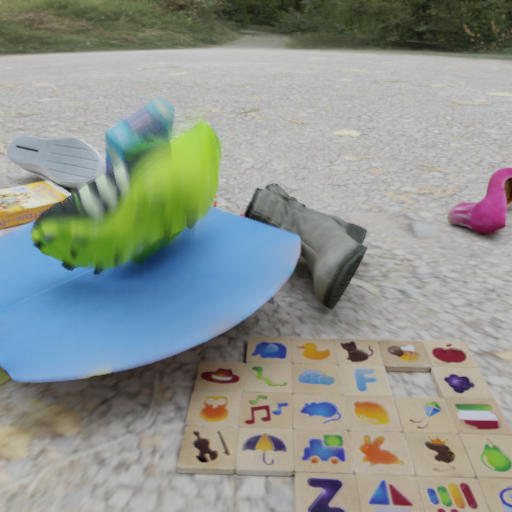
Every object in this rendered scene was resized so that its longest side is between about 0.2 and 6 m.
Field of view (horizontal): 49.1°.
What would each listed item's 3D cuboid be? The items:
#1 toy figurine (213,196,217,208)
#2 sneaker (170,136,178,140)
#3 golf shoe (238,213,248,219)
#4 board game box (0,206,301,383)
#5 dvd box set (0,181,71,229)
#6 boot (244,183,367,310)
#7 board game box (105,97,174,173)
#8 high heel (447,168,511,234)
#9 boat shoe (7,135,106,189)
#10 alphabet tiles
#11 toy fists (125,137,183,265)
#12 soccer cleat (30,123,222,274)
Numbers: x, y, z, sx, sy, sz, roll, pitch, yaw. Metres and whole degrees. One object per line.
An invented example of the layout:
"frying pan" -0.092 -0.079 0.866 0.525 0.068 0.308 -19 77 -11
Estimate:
"toy figurine" -1.598 -1.010 11.240 1.551 0.818 0.929 0 30 2
"sneaker" -1.917 -2.952 15.597 1.490 0.599 0.659 3 33 4
"golf shoe" -0.283 -0.266 9.839 0.979 0.858 2.222 -9 15 34
"board game box" -1.900 0.471 7.899 3.975 0.980 5.032 -29 34 -34
"dvd box set" -5.140 -1.054 11.793 2.253 0.331 1.648 -19 31 -34
"boot" 0.619 -0.273 8.549 1.935 1.003 2.962 28 17 3
"board game box" -2.089 -1.793 9.984 0.401 1.707 1.289 37 56 10
"high heel" 5.085 -1.151 11.248 2.545 0.857 1.221 -23 23 -30
"boat shoe" -4.509 -2.173 13.262 3.094 1.138 1.033 23 -11 30
"alphabet tiles" 0.969 1.746 6.127 3.437 0.130 2.873 1 26 2
"toy fists" -1.500 -0.967 7.973 1.344 0.907 2.637 -37 29 0
"soccer cleat" -1.493 -0.591 6.393 2.909 0.982 1.179 -16 43 37
